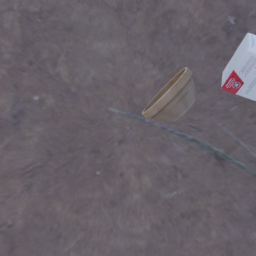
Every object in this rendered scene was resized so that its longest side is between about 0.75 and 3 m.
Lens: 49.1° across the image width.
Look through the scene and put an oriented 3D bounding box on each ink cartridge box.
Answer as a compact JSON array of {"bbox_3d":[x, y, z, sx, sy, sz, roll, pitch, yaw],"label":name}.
[{"bbox_3d":[3.039,-1.167,6.063,1.603,1.156,0.671,20,53,0],"label":"ink cartridge box"}]

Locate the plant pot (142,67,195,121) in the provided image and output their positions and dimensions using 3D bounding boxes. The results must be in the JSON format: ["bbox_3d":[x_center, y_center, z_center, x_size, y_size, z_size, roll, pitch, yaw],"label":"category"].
[{"bbox_3d":[0.833,-0.505,5.113,0.536,1.161,1.161,43,84,-6],"label":"plant pot"}]
